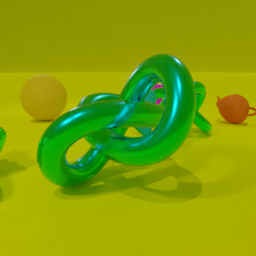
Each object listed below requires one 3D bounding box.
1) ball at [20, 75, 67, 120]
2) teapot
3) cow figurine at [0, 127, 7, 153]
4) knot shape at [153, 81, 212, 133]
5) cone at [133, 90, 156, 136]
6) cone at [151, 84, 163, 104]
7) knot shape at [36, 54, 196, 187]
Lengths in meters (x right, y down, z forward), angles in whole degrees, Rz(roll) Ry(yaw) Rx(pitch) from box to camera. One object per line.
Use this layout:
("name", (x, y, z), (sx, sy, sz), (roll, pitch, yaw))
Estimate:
("ball", (-2.383, -0.865, 7.970), (1.290, 1.290, 1.290), (0, 12, 0))
("teapot", (2.889, -0.585, 7.654), (0.661, 0.840, 1.351), (-42, 42, -21))
("cow figurine", (-2.307, 0.178, 3.279), (1.708, 0.938, 1.681), (20, 18, -41))
("knot shape", (1.059, -0.417, 6.374), (1.538, 0.759, 1.644), (-1, -31, 33))
("cone", (0.267, -0.132, 5.332), (0.877, 0.880, 0.877), (-15, -25, -7))
("cone", (0.868, -0.407, 7.614), (1.146, 1.146, 1.150), (-5, 40, -21))
("knot shape", (-0.009, -0.120, 3.420), (1.916, 0.946, 2.047), (-22, 15, 42))
